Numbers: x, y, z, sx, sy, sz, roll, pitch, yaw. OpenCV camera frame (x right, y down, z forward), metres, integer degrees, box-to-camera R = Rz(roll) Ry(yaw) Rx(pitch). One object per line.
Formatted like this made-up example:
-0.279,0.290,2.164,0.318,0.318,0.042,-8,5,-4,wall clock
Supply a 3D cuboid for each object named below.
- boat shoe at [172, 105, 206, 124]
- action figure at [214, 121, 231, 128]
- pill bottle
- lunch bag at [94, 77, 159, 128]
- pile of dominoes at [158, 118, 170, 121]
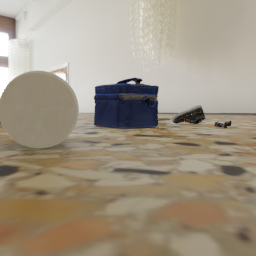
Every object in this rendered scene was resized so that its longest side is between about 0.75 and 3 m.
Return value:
2.790,-0.428,12.967,1.551,0.704,0.549,-27,-33,24,boat shoe
3.629,-0.140,10.752,0.506,0.270,0.778,-7,2,-15,action figure
-1.728,-0.363,5.544,1.416,1.416,2.504,-1,4,-15,pill bottle
-0.072,-1.011,11.209,1.959,1.908,2.884,-3,4,-37,lunch bag
0.691,-0.565,14.320,2.104,0.430,2.699,-7,7,-19,pile of dominoes
